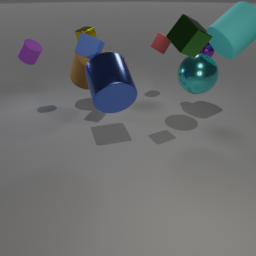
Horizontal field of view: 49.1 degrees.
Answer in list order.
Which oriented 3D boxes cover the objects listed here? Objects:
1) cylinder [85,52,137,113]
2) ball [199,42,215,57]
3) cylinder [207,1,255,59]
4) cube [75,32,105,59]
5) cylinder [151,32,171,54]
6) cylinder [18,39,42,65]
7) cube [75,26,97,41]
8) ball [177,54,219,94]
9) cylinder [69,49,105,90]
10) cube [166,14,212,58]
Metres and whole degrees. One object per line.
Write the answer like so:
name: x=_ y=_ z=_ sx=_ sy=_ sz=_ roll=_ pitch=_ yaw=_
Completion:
cylinder: x=-0.556 y=-1.422 z=8.879 sx=1.400 sy=1.400 sz=1.400 roll=-8 pitch=56 yaw=-16
ball: x=3.063 y=-3.063 z=11.079 sx=0.700 sy=0.700 sz=0.700 roll=0 pitch=28 yaw=0
cylinder: x=3.737 y=-3.394 z=9.815 sx=1.400 sy=1.400 sz=1.400 roll=-41 pitch=35 yaw=0
cube: x=-1.283 y=-2.737 z=9.498 sx=0.700 sy=0.700 sz=0.700 roll=23 pitch=13 yaw=4
cylinder: x=1.475 y=-3.758 z=12.439 sx=0.700 sy=0.700 sz=0.700 roll=29 pitch=17 yaw=-9
cylinder: x=-3.695 y=-2.872 z=10.567 sx=0.700 sy=0.700 sz=0.700 roll=28 pitch=34 yaw=-21
cube: x=-2.016 y=-4.434 z=13.517 sx=0.700 sy=0.700 sz=0.700 roll=24 pitch=50 yaw=41
ball: x=2.431 y=-1.882 z=9.792 sx=1.400 sy=1.400 sz=1.400 roll=0 pitch=28 yaw=0
cylinder: x=-1.668 y=-2.590 z=11.864 sx=1.400 sy=1.400 sz=1.400 roll=11 pitch=56 yaw=-17
cube: x=1.560 y=-2.336 z=7.165 sx=0.700 sy=0.700 sz=0.700 roll=1 pitch=48 yaw=-46
